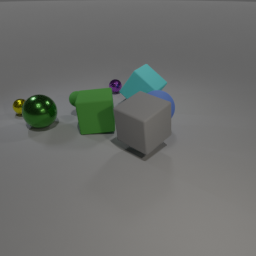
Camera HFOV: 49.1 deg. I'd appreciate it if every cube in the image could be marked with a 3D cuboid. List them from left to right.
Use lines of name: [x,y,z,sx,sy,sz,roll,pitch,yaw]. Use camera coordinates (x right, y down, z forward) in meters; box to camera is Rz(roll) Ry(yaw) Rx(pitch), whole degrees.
cube: [-1.292,-0.711,11.463,1.400,1.400,1.400,-6,28,0]
cube: [0.525,-0.210,9.609,1.400,1.400,1.400,26,47,36]
cube: [0.738,-1.937,13.318,1.400,1.400,1.400,43,38,4]

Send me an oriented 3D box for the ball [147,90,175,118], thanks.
ball: [1.165,-0.804,11.163,1.400,1.400,1.400,0,28,0]

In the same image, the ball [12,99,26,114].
ball: [-4.840,-0.976,12.645,0.700,0.700,0.700,0,28,0]

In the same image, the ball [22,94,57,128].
ball: [-3.621,-0.679,11.513,1.400,1.400,1.400,0,28,0]

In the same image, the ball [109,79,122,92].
ball: [-0.680,-2.280,15.101,0.700,0.700,0.700,0,28,0]

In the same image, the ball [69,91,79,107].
ball: [-2.246,-1.276,12.337,0.700,0.700,0.700,0,28,0]
